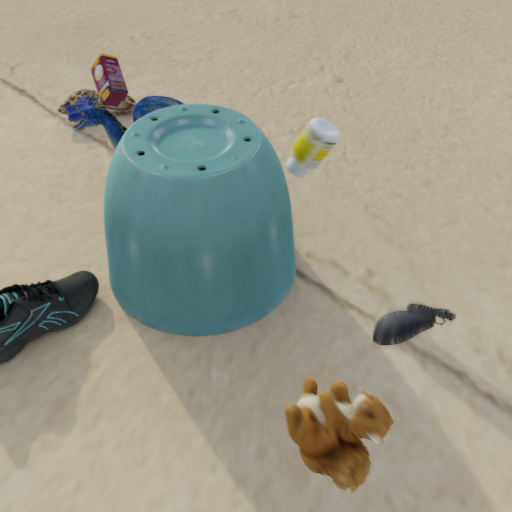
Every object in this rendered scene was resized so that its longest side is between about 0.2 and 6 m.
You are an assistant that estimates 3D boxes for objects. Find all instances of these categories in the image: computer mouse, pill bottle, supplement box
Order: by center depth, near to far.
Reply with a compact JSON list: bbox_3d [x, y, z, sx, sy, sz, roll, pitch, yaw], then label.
[{"bbox_3d":[1.517,0.642,5.675,0.896,0.236,0.621,-19,12,-33],"label":"computer mouse"},{"bbox_3d":[0.987,-1.929,10.146,0.587,1.044,0.587,21,42,-20],"label":"pill bottle"},{"bbox_3d":[-2.844,-3.386,10.826,0.372,0.479,0.869,-5,69,-45],"label":"supplement box"}]

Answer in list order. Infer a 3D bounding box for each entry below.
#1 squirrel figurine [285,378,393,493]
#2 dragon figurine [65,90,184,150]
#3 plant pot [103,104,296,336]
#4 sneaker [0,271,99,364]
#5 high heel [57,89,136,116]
[{"bbox_3d":[0.953,1.907,6.029,1.028,1.101,0.779,-5,4,24],"label":"squirrel figurine"},{"bbox_3d":[-2.071,-2.670,12.165,3.960,1.969,1.166,-4,44,-5],"label":"dragon figurine"},{"bbox_3d":[-1.012,-0.854,9.657,3.511,2.817,3.511,0,44,0],"label":"plant pot"},{"bbox_3d":[-3.642,0.862,9.225,0.899,0.945,2.385,30,50,30],"label":"sneaker"},{"bbox_3d":[-4.018,-3.835,14.316,1.284,0.643,1.801,26,40,33],"label":"high heel"}]
